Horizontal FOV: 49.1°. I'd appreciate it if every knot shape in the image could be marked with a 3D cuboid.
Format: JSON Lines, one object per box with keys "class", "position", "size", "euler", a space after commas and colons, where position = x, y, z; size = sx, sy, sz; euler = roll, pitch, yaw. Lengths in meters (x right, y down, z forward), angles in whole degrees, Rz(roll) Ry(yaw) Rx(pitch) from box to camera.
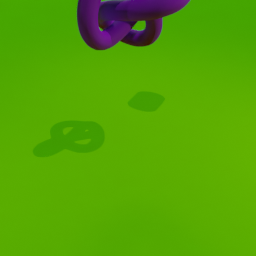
{"class": "knot shape", "position": [-0.039, -1.902, 4.542], "size": [1.858, 0.918, 1.986], "euler": [-21, 0, -42]}
